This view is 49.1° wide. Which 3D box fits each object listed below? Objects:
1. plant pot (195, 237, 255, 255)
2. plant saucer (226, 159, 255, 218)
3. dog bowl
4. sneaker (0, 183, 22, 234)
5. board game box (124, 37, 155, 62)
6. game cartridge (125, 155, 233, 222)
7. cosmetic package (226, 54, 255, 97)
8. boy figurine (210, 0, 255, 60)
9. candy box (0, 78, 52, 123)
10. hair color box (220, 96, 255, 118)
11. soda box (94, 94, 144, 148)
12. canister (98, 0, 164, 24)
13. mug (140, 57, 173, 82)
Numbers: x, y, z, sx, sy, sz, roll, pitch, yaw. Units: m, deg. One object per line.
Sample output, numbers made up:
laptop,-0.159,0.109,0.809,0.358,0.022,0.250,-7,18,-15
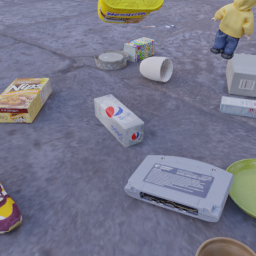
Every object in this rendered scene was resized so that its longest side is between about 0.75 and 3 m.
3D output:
plant pot,1.866,2.791,5.272,1.287,0.594,1.287,1,34,0
plant saucer,3.596,1.636,7.191,2.248,0.349,2.248,0,35,0
dog bowl,-0.875,-3.550,14.660,1.781,0.522,1.781,0,34,0
sneaker,-3.359,1.584,6.680,2.213,0.997,0.829,26,42,33
board game box,0.633,-4.371,15.561,0.877,0.862,1.673,27,42,34
game cartridge,1.329,1.394,7.185,2.415,0.494,1.608,10,40,30
cosmetic package,5.193,-2.443,12.569,1.339,1.130,2.506,9,32,12
boy figurine,3.106,-3.133,8.248,1.295,2.084,0.671,33,45,23
candy box,-4.089,-1.150,10.956,1.456,0.698,2.522,1,35,4
hair color box,4.264,-0.812,10.727,1.369,0.415,0.678,9,35,15
soda box,-0.358,-0.311,9.663,0.731,0.787,2.305,-18,39,-25
canister,-0.039,-4.628,10.210,2.096,1.221,2.822,-2,11,-9
mug,1.363,-2.771,13.163,1.291,1.087,1.472,17,13,37
